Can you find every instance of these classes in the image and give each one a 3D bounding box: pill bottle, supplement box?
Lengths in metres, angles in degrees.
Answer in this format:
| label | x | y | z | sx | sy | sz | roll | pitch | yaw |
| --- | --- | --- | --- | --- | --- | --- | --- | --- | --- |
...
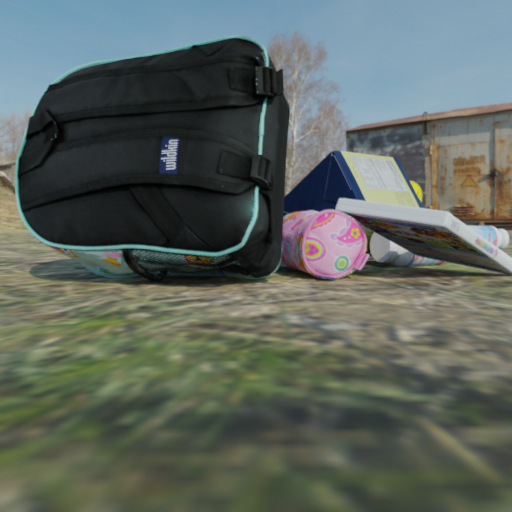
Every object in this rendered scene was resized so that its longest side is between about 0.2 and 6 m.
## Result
| label | x | y | z | sx | sy | sz | roll | pitch | yaw |
| --- | --- | --- | --- | --- | --- | --- | --- | --- | --- |
| pill bottle | 4.911 | -0.361 | 12.249 | 1.098 | 0.597 | 0.597 | -1 | 3 | -14 |
| supplement box | 1.478 | -0.735 | 8.999 | 1.614 | 1.085 | 1.616 | -3 | -27 | -40 |
| pill bottle | 2.351 | -0.165 | 8.498 | 1.197 | 0.651 | 0.651 | -3 | 4 | -26 |

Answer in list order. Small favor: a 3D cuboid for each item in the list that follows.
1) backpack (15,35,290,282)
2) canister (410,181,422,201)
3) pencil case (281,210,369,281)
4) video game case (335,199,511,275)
| label | x | y | z | sx | sy | sz | roll | pitch | yaw |
| --- | --- | --- | --- | --- | --- | --- | --- | --- | --- |
| backpack | -1.095 | -0.930 | 6.383 | 2.878 | 2.530 | 2.206 | 0 | -14 | 9 |
| canister | 2.810 | -1.124 | 12.543 | 1.278 | 0.745 | 1.721 | 5 | -10 | -2 |
| pencil case | 0.764 | -0.164 | 7.289 | 0.884 | 0.884 | 2.023 | -1 | 4 | -10 |
| video game case | 2.105 | -0.218 | 6.774 | 2.029 | 0.183 | 1.453 | 21 | -4 | -43 |
